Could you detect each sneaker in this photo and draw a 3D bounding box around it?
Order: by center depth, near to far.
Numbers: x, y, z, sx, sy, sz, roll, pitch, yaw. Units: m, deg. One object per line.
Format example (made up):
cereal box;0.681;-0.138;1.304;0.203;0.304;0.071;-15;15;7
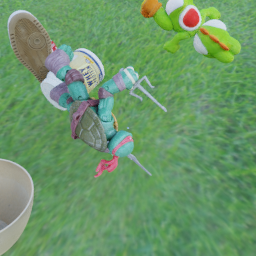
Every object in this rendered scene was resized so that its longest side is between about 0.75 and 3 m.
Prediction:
sneaker;-2.143;-1.903;6.569;0.828;2.324;1.307;-25;56;-5

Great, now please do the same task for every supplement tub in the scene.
supplement tub;-1.234;-1.090;6.318;0.917;0.917;1.270;26;58;23

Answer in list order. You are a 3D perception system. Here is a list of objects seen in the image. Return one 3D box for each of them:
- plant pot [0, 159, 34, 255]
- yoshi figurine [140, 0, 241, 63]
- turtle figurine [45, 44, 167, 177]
plant pot;-1.952;1.209;3.686;1.408;0.945;1.408;6;33;-4
yoshi figurine;1.635;-2.541;7.070;2.566;1.442;1.437;40;55;3
turtle figurine;-0.428;-0.238;4.482;2.310;1.730;1.163;42;40;22
